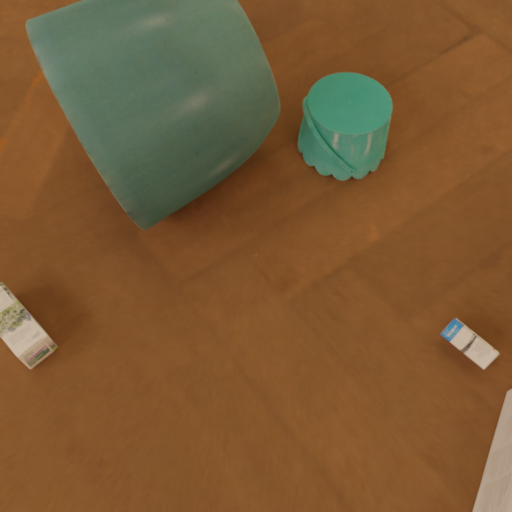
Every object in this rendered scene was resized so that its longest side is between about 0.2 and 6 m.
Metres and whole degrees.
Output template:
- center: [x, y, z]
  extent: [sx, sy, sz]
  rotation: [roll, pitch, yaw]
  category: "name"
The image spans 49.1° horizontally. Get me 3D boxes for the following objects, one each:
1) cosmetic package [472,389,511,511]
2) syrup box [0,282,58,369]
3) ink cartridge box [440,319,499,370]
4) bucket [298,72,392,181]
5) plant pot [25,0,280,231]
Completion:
- center: [3.305, 3.133, 6.818]
  extent: [0.874, 1.425, 3.451]
  rotation: [23, 63, 14]
  category: "cosmetic package"
- center: [-3.671, 1.060, 8.559]
  extent: [0.515, 0.533, 1.308]
  rotation: [-41, 67, -21]
  category: "syrup box"
- center: [3.183, 1.303, 8.354]
  extent: [0.782, 0.571, 0.330]
  rotation: [42, 101, 21]
  category: "ink cartridge box"
- center: [1.617, -2.399, 10.248]
  extent: [1.768, 1.151, 1.768]
  rotation: [0, 59, 0]
  category: "bucket"
- center: [-1.319, -2.569, 8.712]
  extent: [2.796, 3.485, 3.485]
  rotation: [-28, 63, -3]
  category: "plant pot"
